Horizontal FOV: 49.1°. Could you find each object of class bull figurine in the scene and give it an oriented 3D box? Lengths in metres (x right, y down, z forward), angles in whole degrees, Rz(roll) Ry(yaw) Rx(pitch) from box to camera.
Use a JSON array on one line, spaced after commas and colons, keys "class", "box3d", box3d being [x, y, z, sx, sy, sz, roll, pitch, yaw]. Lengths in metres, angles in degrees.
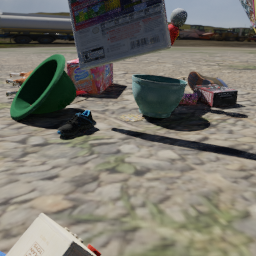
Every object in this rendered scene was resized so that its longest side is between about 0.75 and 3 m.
[{"class": "bull figurine", "box3d": [-4.168, -1.863, 11.782, 1.664, 0.892, 2.740, -3, 19, -12]}]

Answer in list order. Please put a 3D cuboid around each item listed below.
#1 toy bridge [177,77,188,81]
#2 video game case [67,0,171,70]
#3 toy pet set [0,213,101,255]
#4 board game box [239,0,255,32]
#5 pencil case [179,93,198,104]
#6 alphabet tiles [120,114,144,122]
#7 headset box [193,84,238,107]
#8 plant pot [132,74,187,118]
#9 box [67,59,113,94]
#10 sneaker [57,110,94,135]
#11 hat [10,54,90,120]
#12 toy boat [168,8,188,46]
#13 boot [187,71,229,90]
[{"class": "toy bridge", "box3d": [2.800, -2.373, 14.027, 1.152, 0.387, 0.157, 3, 19, 10]}, {"class": "video game case", "box3d": [-0.340, -3.030, 7.415, 2.703, 2.463, 0.311, -7, 6, 27]}, {"class": "toy pet set", "box3d": [-0.425, 1.510, 2.357, 1.572, 1.467, 0.835, 17, 61, 44]}, {"class": "board game box", "box3d": [3.047, -3.011, 6.315, 0.401, 1.570, 2.318, -15, 62, 9]}, {"class": "pencil case", "box3d": [2.003, -1.099, 10.316, 1.108, 0.459, 0.479, 4, 63, 10]}, {"class": "alphabet tiles", "box3d": [0.114, -0.326, 8.740, 0.628, 0.024, 0.754, -10, 21, -27]}, {"class": "headset box", "box3d": [3.290, -1.233, 10.516, 1.087, 0.549, 1.463, -7, 20, -18]}, {"class": "plant pot", "box3d": [0.911, -0.984, 8.786, 1.711, 1.146, 1.711, 6, 17, -2]}, {"class": "box", "box3d": [-1.640, -2.534, 12.994, 1.473, 1.359, 2.871, 3, 20, 9]}, {"class": "sneaker", "box3d": [-1.423, -0.145, 7.501, 0.450, 0.504, 1.230, 13, 24, 31]}, {"class": "hat", "box3d": [-2.104, -0.863, 9.675, 2.435, 2.588, 2.940, 0, 58, 44]}, {"class": "toy boat", "box3d": [0.764, -4.144, 10.258, 2.889, 1.343, 2.429, 36, 28, 21]}, {"class": "boot", "box3d": [3.495, -1.933, 12.442, 1.072, 0.826, 2.211, 7, 24, -18]}]
